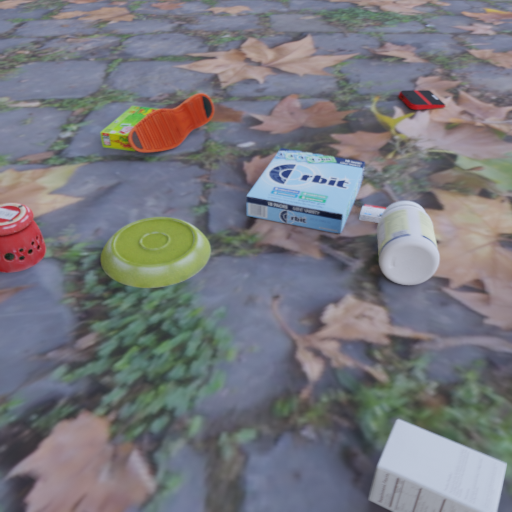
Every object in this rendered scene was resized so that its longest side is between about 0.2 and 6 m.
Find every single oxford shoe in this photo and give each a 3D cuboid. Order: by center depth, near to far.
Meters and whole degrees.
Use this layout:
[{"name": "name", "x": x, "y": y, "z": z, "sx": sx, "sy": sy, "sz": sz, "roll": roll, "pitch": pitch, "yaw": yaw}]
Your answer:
[{"name": "oxford shoe", "x": -2.127, "y": -3.062, "z": 13.247, "sx": 0.934, "sy": 0.917, "sz": 2.576, "roll": 1, "pitch": 28, "yaw": 43}]

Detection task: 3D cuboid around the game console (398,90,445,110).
[{"name": "game console", "x": 4.471, "y": -4.232, "z": 15.200, "sx": 0.972, "sy": 0.171, "sz": 1.099, "roll": -3, "pitch": 37, "yaw": -10}]

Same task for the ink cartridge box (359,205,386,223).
[{"name": "ink cartridge box", "x": 2.353, "y": -0.837, "z": 10.704, "sx": 0.667, "sy": 0.149, "sz": 0.588, "roll": 10, "pitch": 39, "yaw": 15}]

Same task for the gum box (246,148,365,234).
[{"name": "gum box", "x": 1.034, "y": -1.352, "z": 11.106, "sx": 1.847, "sy": 0.484, "sz": 2.174, "roll": 12, "pitch": 39, "yaw": 15}]

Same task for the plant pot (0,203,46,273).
[{"name": "plant pot", "x": -4.148, "y": -0.333, "z": 9.454, "sx": 0.974, "sy": 0.887, "sz": 0.974, "roll": -1, "pitch": 39, "yaw": 1}]

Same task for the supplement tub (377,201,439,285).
[{"name": "supplement tub", "x": 2.483, "y": -0.244, "z": 9.265, "sx": 0.932, "sy": 0.932, "sz": 1.286, "roll": 5, "pitch": 37, "yaw": 6}]

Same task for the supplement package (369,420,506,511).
[{"name": "supplement package", "x": 1.910, "y": 2.415, "z": 5.963, "sx": 1.186, "sy": 0.695, "sz": 0.693, "roll": 19, "pitch": 41, "yaw": 23}]

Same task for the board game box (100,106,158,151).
[{"name": "board game box", "x": -2.952, "y": -3.084, "z": 13.464, "sx": 0.837, "sy": 0.392, "sz": 1.648, "roll": 10, "pitch": 38, "yaw": 13}]

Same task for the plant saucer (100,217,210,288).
[{"name": "plant saucer", "x": -1.745, "y": -0.164, "z": 9.705, "sx": 1.898, "sy": 0.295, "sz": 1.898, "roll": 1, "pitch": 37, "yaw": 0}]
